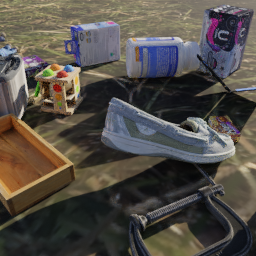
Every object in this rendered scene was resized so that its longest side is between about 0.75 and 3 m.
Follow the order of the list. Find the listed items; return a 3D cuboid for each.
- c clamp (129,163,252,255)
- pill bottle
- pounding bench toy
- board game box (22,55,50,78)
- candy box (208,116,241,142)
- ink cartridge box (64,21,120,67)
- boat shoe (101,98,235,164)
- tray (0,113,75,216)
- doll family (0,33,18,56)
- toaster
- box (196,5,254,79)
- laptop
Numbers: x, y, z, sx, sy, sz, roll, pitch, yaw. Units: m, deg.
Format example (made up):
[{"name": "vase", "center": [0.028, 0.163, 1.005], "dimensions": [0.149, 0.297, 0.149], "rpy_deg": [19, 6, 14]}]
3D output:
[{"name": "c clamp", "center": [0.930, 1.528, 4.655], "dimensions": [2.260, 0.306, 1.930], "rpy_deg": [-18, 42, -28]}, {"name": "pill bottle", "center": [1.174, -2.429, 9.666], "dimensions": [2.389, 1.339, 1.339], "rpy_deg": [-3, 33, -6]}, {"name": "pounding bench toy", "center": [-2.167, -1.177, 7.901], "dimensions": [1.495, 1.166, 0.929], "rpy_deg": [7, 34, 11]}, {"name": "board game box", "center": [-4.141, -2.081, 10.073], "dimensions": [2.324, 0.375, 1.395], "rpy_deg": [-25, 36, -32]}, {"name": "candy box", "center": [2.372, 0.014, 6.938], "dimensions": [0.495, 0.239, 0.848], "rpy_deg": [-1, 32, -4]}, {"name": "ink cartridge box", "center": [-1.370, -3.234, 10.799], "dimensions": [2.071, 1.413, 0.791], "rpy_deg": [-19, 38, -26]}, {"name": "boat shoe", "center": [0.938, 0.086, 5.617], "dimensions": [2.917, 0.935, 1.075], "rpy_deg": [8, 9, -17]}, {"name": "tray", "center": [-2.419, 0.585, 5.864], "dimensions": [1.311, 0.492, 2.659], "rpy_deg": [-28, 42, -35]}, {"name": "doll family", "center": [-5.896, -3.360, 11.370], "dimensions": [2.762, 1.084, 1.597], "rpy_deg": [11, 30, 12]}, {"name": "toaster", "center": [-3.363, -0.993, 7.390], "dimensions": [1.244, 1.414, 2.190], "rpy_deg": [-6, 33, -8]}, {"name": "box", "center": [3.367, -3.042, 9.845], "dimensions": [1.227, 2.138, 1.413], "rpy_deg": [26, 41, 34]}, {"name": "laptop", "center": [3.110, -1.601, 8.012], "dimensions": [2.097, 1.083, 1.858], "rpy_deg": [50, 20, 6]}]
